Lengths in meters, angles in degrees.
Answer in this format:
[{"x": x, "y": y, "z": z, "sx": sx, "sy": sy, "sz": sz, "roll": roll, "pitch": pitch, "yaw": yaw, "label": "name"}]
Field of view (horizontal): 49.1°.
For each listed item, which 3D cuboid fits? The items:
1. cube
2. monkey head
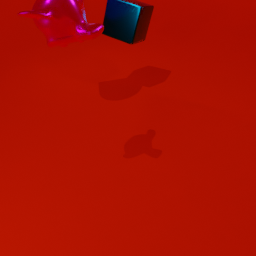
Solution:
[{"x": -0.010, "y": -3.287, "z": 8.508, "sx": 1.088, "sy": 1.088, "sz": 1.088, "roll": 24, "pitch": 31, "yaw": 15, "label": "cube"}, {"x": -0.852, "y": -1.618, "z": 4.021, "sx": 0.958, "sy": 0.802, "sz": 1.332, "roll": 10, "pitch": 42, "yaw": 35, "label": "monkey head"}]
